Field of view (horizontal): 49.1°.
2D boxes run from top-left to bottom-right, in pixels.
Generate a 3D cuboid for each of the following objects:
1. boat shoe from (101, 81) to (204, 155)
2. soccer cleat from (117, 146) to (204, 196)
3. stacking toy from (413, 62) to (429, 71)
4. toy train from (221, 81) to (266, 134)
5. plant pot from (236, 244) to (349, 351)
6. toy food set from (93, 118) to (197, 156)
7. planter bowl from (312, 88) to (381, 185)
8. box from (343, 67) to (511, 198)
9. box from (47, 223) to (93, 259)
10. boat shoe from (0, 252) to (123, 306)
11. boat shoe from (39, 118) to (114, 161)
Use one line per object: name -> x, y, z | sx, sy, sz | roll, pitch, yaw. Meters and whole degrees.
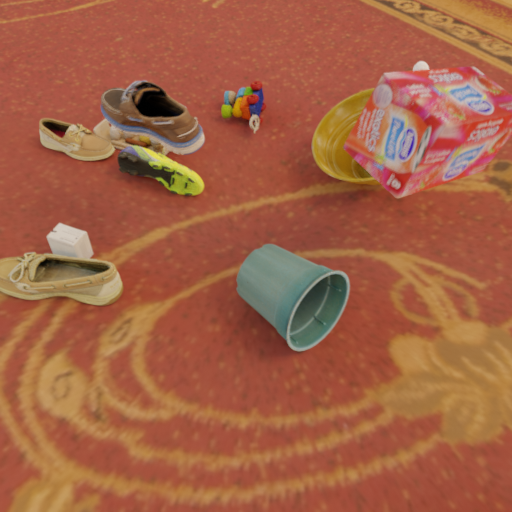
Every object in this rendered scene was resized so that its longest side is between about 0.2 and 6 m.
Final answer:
boat shoe -> -1.942, -2.679, 10.085 | 2.426, 0.878, 0.876 | 26, 61, 26
soccer cleat -> -2.145, -2.070, 13.041 | 2.272, 0.735, 0.950 | 21, 40, 16
stacking toy -> 3.261, -3.350, 11.327 | 0.906, 1.239, 0.906 | -6, 47, 7
toy train -> -0.417, -3.761, 14.606 | 1.087, 0.795, 1.878 | -1, 47, 14
plant pot -> 0.566, 0.634, 10.105 | 1.593, 1.593, 1.560 | -36, 49, -28
toy food set -> -2.788, -3.274, 14.154 | 2.144, 0.648, 1.538 | 19, 50, 18
planter bowl -> 2.750, -2.482, 12.864 | 2.747, 1.144, 2.747 | -13, 54, 19
box -> 2.930, -2.050, 8.980 | 2.770, 1.381, 1.322 | -18, 59, -39
box -> -3.763, -0.211, 11.346 | 0.671, 0.675, 0.441 | 17, 50, 15
boat shoe -> -3.890, 0.325, 10.747 | 2.633, 0.828, 0.960 | 10, 48, 9
boat shoe -> -4.489, -2.895, 13.805 | 2.046, 0.679, 0.757 | 14, 49, 12
